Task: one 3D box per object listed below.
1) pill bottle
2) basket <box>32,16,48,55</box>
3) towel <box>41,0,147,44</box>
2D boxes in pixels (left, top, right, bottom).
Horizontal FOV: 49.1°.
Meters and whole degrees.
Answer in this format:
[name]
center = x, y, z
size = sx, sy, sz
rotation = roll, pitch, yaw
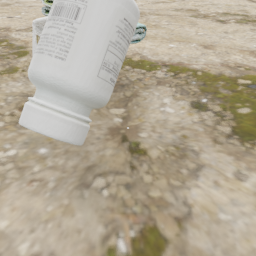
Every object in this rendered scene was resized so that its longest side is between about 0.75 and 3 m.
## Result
[pill bottle]
center = -0.895, -1.102, 4.959
size = 1.491, 2.607, 1.491
rotation = 20, -1, 0
[basket]
center = -1.455, -1.870, 6.735
size = 1.235, 1.357, 2.001
rotation = -4, 18, -32
[towel]
center = -0.934, -3.379, 8.779
size = 2.447, 0.688, 2.858
rotation = 29, 25, 14
